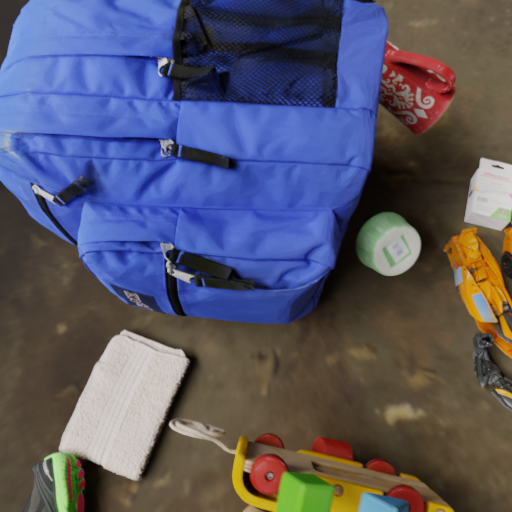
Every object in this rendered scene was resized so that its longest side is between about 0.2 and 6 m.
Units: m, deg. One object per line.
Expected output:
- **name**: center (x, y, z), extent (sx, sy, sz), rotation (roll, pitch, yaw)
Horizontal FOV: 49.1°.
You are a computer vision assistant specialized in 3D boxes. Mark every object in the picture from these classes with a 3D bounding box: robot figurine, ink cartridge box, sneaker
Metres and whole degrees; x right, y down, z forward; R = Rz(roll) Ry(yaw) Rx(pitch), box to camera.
- **robot figurine**: center (4.212, 0.913, 8.627), extent (2.204, 0.885, 3.040), rotation (-15, 67, -5)
- **ink cartridge box**: center (4.103, -1.083, 9.793), extent (0.676, 0.389, 1.155), rotation (16, 67, 7)
- **sneaker**: center (-2.773, 3.671, 7.607), extent (0.777, 0.712, 1.855), rotation (-13, 63, 15)

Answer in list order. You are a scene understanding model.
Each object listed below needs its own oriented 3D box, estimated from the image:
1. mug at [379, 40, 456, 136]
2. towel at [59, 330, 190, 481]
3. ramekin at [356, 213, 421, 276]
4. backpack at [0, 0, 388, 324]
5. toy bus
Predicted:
- **mug**: center (2.326, -2.752, 8.641), extent (1.402, 1.244, 0.935), rotation (33, 46, -10)
- **towel**: center (-1.917, 2.172, 8.366), extent (1.311, 0.341, 1.978), rotation (18, 67, 9)
- **ramekin**: center (1.830, -0.135, 7.665), extent (0.840, 0.840, 0.411), rotation (-22, 28, -9)
- **backpack**: center (-1.103, -1.389, 7.899), extent (5.079, 4.127, 4.262), rotation (9, 68, 3)
- **toy bus**: center (0.661, 2.983, 6.250), extent (2.881, 2.718, 1.488), rotation (4, 78, 47)
